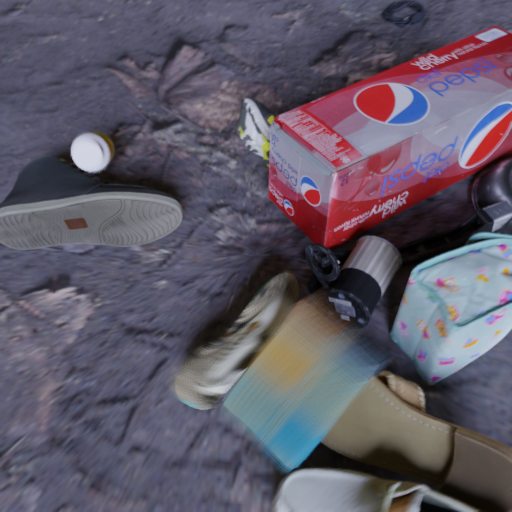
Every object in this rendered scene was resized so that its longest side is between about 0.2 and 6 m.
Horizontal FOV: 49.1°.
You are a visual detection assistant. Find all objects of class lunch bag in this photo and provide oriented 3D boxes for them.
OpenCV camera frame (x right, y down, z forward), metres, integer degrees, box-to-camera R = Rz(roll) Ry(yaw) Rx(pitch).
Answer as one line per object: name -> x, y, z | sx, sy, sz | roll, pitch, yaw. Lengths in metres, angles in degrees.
lunch bag -> 2.613, 0.547, 6.673 | 1.725, 1.469, 1.052 | -24, 56, -15

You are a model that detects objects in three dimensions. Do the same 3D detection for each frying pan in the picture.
frying pan -> 3.768, -0.826, 8.528 | 3.901, 0.635, 2.360 | 2, 49, -2

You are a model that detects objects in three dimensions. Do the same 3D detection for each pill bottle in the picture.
pill bottle -> -2.410, -1.532, 8.242 | 0.538, 0.538, 0.968 | -7, 16, -6

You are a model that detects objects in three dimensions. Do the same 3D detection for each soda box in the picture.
soda box -> 2.473, -1.927, 8.701 | 4.680, 1.638, 1.484 | -26, 54, -21

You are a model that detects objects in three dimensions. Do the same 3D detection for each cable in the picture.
cable -> 3.373, -5.524, 12.767 | 0.863, 0.269, 1.058 | 28, 57, 28

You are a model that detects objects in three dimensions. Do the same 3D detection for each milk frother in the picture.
milk frother -> 1.242, 0.108, 7.262 | 1.062, 1.177, 1.107 | 24, 53, 19

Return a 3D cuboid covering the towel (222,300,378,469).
towel -> 0.428, 1.335, 5.811 | 1.073, 0.159, 1.464 | 40, 103, 20

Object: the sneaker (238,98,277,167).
sneaker -> 0.345, -2.012, 9.519 | 0.809, 0.712, 1.913 | -14, 55, -27

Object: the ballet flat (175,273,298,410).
ballet flat -> -0.037, 1.038, 6.556 | 2.039, 0.692, 0.768 | -42, 33, -19

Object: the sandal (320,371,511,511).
sandal -> 1.563, 1.798, 6.145 | 2.665, 0.977, 0.876 | 23, 14, 25

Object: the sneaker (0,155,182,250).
sneaker -> -2.427, -0.944, 8.289 | 2.680, 1.002, 1.424 | -3, 48, -2

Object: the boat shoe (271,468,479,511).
boat shoe -> 1.372, 2.541, 5.378 | 2.473, 0.846, 0.924 | 11, 50, 10
